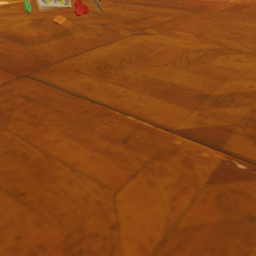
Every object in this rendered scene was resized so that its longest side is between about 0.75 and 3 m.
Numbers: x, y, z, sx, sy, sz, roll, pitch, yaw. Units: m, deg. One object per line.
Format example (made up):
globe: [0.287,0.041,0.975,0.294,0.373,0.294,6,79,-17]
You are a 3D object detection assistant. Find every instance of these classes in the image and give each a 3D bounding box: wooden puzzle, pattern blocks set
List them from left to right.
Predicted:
pattern blocks set: [-2.338,-4.178,8.754,2.077,1.826,0.168,-32,18,-31]
wooden puzzle: [-1.294,-4.567,8.974,0.342,1.476,1.367,-39,83,1]
